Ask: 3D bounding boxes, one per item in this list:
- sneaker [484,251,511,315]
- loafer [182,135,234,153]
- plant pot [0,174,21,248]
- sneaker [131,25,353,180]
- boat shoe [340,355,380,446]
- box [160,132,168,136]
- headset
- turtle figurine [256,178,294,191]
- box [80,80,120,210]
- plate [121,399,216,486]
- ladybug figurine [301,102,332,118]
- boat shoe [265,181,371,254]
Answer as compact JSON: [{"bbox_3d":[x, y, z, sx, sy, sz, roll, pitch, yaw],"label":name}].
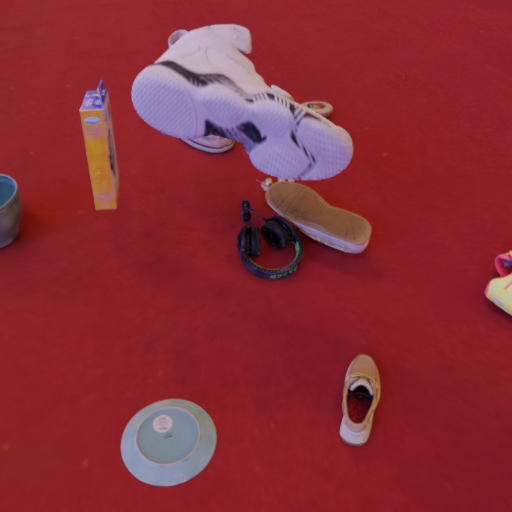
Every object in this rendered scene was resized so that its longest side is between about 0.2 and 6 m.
[{"bbox_3d":[5.133,0.131,10.374,1.200,1.038,2.657,27,49,30],"label":"sneaker"},{"bbox_3d":[-1.729,-3.932,14.761,1.252,1.095,3.482,-22,47,-22],"label":"loafer"},{"bbox_3d":[-5.455,-0.775,11.296,1.583,1.061,1.583,-3,42,3],"label":"plant pot"},{"bbox_3d":[-0.040,-2.609,9.093,3.548,1.333,2.039,18,52,-6],"label":"sneaker"},{"bbox_3d":[1.625,2.096,8.572,0.581,0.521,1.571,8,43,9],"label":"boat shoe"},{"bbox_3d":[-1.496,-2.627,10.109,0.760,0.669,0.368,-12,40,22],"label":"box"},{"bbox_3d":[0.140,-0.322,11.278,1.215,0.925,1.968,-18,60,-16],"label":"headset"},{"bbox_3d":[0.475,-1.650,12.483,0.674,0.937,0.909,-41,22,7],"label":"turtle figurine"},{"bbox_3d":[-2.590,-1.870,9.322,0.400,1.929,1.148,-6,31,-7],"label":"box"},{"bbox_3d":[-1.285,2.664,8.210,1.398,0.179,1.398,0,43,0],"label":"plate"},{"bbox_3d":[1.620,-3.976,15.379,0.930,0.335,0.632,1,42,1],"label":"ladybug figurine"},{"bbox_3d":[1.222,-0.711,11.463,2.373,0.821,0.875,32,71,23],"label":"boat shoe"}]
